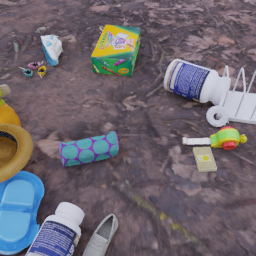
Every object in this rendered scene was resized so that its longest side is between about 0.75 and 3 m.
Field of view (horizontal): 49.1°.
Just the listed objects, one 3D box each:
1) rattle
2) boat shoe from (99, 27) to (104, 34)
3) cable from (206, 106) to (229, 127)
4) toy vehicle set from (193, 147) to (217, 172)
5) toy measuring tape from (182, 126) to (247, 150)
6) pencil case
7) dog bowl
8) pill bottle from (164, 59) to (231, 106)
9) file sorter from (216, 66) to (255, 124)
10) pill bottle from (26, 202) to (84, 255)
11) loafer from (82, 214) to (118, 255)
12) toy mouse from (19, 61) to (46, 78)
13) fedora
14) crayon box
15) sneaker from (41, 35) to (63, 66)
[{"bbox_3d":[-5.436,-0.436,10.339,2.714,1.939,1.767,-23,26,9],"label":"rattle"},{"bbox_3d":[-1.112,-5.070,14.781,0.976,0.305,0.347,30,51,23],"label":"boat shoe"},{"bbox_3d":[3.212,-0.414,10.063,0.766,0.766,0.265,-3,16,21],"label":"cable"},{"bbox_3d":[2.492,1.009,9.128,0.567,0.121,0.913,-2,47,-2],"label":"toy vehicle set"},{"bbox_3d":[2.925,0.325,9.310,2.120,0.780,0.780,1,46,-1],"label":"toy measuring tape"},{"bbox_3d":[-1.245,0.665,8.987,1.881,0.800,0.869,-11,41,-9],"label":"pencil case"},{"bbox_3d":[-2.984,2.228,7.447,1.260,0.560,2.261,12,44,-19],"label":"dog bowl"},{"bbox_3d":[2.671,-1.744,10.842,2.291,1.325,1.325,24,51,24],"label":"pill bottle"},{"bbox_3d":[4.631,-1.225,10.332,2.364,1.472,1.640,9,47,7],"label":"file sorter"},{"bbox_3d":[-1.756,2.776,6.845,0.988,0.988,1.778,13,48,12],"label":"pill bottle"},{"bbox_3d":[-0.739,2.871,7.067,0.544,0.543,1.556,18,49,16],"label":"loafer"},{"bbox_3d":[-4.214,-2.557,12.416,1.216,0.265,1.368,2,46,1],"label":"toy mouse"},{"bbox_3d":[-4.030,0.976,8.516,2.605,1.062,2.605,-4,43,3],"label":"fedora"},{"bbox_3d":[-0.476,-3.679,13.048,1.777,0.872,2.993,6,47,6],"label":"crayon box"},{"bbox_3d":[-3.512,-3.728,13.159,0.883,0.836,2.186,-12,50,-16],"label":"sneaker"}]
